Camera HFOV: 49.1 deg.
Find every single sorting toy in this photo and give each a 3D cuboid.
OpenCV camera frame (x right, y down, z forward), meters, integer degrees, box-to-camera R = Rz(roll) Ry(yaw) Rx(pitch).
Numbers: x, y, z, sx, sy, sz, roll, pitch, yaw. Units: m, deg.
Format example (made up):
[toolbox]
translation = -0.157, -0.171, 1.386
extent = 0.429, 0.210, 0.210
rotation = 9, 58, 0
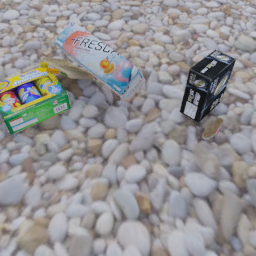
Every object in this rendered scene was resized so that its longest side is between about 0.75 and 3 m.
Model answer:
[sorting toy]
translation = -2.165, -1.918, 9.131
extent = 1.362, 0.245, 1.828
rotation = 33, 23, 23

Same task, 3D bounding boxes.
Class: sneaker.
[sneaker]
translation = 2.339, 0.102, 7.812
extent = 0.801, 0.450, 0.285
rotation = -41, 67, -18

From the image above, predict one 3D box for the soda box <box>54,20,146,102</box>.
[soda box]
translation = -0.899, -2.116, 8.853
extent = 2.963, 1.013, 0.942
rotation = 39, 91, 18

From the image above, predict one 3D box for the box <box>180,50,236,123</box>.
[box]
translation = 2.273, -1.182, 8.104
extent = 0.703, 1.633, 1.337
rotation = 35, 54, 26

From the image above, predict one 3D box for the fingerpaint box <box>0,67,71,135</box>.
[fingerpaint box]
translation = -2.993, -0.929, 8.536
extent = 1.947, 0.714, 1.624
rotation = -26, 55, -20
